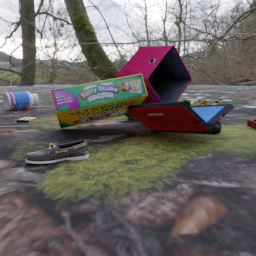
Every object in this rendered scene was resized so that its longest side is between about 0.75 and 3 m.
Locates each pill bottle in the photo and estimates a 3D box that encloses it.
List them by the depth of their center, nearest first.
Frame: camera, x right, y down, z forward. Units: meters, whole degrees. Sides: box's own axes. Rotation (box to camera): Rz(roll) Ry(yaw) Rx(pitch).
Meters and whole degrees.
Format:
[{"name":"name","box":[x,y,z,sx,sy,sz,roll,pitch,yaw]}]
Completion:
[{"name":"pill bottle","box":[-6.087,-1.562,16.019,1.793,1.006,1.006,-10,15,-41]}]

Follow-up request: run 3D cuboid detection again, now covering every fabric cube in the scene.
[{"name":"fabric cube","box":[1.010,-1.960,10.924,1.833,1.839,1.804,18,65,48]}]

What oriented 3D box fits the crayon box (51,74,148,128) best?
[{"name":"crayon box","box":[-1.035,-0.848,9.667,2.882,0.840,2.487,-13,-7,-12]}]

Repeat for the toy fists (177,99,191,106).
[{"name":"toy fists","box":[1.630,-0.822,12.452,1.343,0.906,2.635,10,16,40]}]

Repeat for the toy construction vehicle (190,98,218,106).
[{"name":"toy construction vehicle","box":[3.682,-1.261,14.953,2.316,0.816,2.016,-6,12,-26]}]

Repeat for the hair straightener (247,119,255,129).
[{"name":"hair straightener","box":[5.038,-0.053,10.092,0.613,0.326,1.594,-3,11,-14]}]

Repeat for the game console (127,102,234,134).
[{"name":"game console","box":[1.656,-0.666,9.123,2.189,1.508,2.540,36,-21,-33]}]

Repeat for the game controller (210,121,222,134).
[{"name":"game controller","box":[2.338,-0.078,10.318,2.098,0.442,1.094,4,26,22]}]

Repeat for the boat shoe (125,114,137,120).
[{"name":"boat shoe","box":[0.289,-0.906,13.244,0.740,0.789,2.192,4,14,8]}]

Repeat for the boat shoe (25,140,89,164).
[{"name":"boat shoe","box":[-1.673,0.561,6.672,1.482,0.441,0.532,-4,12,-20]}]

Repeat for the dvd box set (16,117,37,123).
[{"name":"dvd box set","box":[-4.408,-0.356,12.187,0.568,0.114,0.777,2,11,7]}]
